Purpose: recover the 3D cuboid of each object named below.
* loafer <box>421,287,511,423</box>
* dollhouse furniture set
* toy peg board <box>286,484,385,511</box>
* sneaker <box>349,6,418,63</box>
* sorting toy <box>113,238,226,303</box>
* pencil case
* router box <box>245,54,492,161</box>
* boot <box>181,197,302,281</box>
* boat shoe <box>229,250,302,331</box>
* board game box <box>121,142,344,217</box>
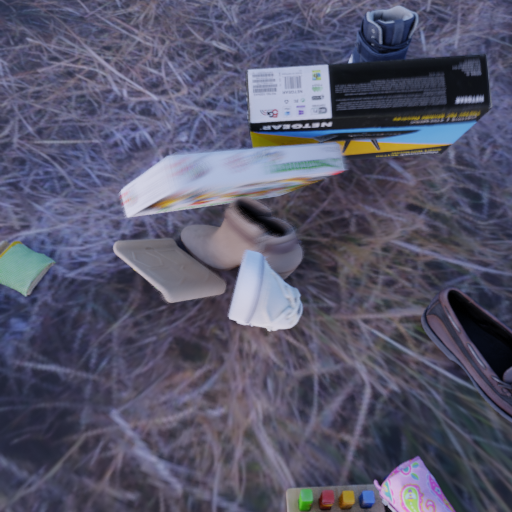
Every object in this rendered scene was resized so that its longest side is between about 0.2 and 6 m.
[{"bbox_3d":[4.026,1.722,9.112,1.105,0.968,3.073,-34,61,-22],"label":"loafer"},{"bbox_3d":[-4.798,0.469,10.084,1.108,0.856,2.217,21,57,14],"label":"dollhouse furniture set"},{"bbox_3d":[1.179,3.874,7.748,1.406,0.690,1.411,-2,55,-1],"label":"toy peg board"},{"bbox_3d":[2.948,-3.908,12.206,1.156,2.198,3.042,-15,71,-11],"label":"sneaker"},{"bbox_3d":[-1.561,0.259,10.127,1.656,0.302,1.532,39,26,28],"label":"sorting toy"},{"bbox_3d":[2.495,3.787,7.729,0.844,0.844,1.931,-26,58,-17],"label":"pencil case"},{"bbox_3d":[1.926,-2.662,10.782,4.078,3.041,1.041,-3,85,3],"label":"router box"},{"bbox_3d":[-0.326,-0.396,10.021,2.513,1.837,0.883,22,62,13],"label":"boot"},{"bbox_3d":[0.219,0.686,8.693,1.041,2.983,1.057,12,75,4],"label":"boat shoe"},{"bbox_3d":[-0.418,-1.349,9.913,3.372,2.129,0.584,-12,89,-32],"label":"board game box"}]
